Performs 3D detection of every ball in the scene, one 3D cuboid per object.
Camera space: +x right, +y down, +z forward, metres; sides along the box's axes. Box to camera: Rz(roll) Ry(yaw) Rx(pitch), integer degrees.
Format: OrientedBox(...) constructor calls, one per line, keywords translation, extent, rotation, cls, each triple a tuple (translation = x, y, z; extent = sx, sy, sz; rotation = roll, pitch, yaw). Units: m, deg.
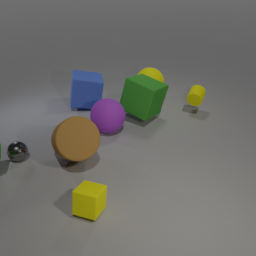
OrientedBox(translation=(1.043, -2.199, 13.527), extent=(1.400, 1.400, 1.400), rotation=(0, 30, 0), cls="ball")
OrientedBox(translation=(-0.813, -0.490, 11.222), extent=(1.400, 1.400, 1.400), rotation=(0, 30, 0), cls="ball")
OrientedBox(translation=(-3.809, 0.802, 9.655), extent=(0.700, 0.700, 0.700), rotation=(0, 30, 0), cls="ball")

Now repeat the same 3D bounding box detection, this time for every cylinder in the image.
OrientedBox(translation=(3.061, -1.455, 12.563), extent=(0.700, 0.700, 0.700), rotation=(13, 47, 21), cls="cylinder")
OrientedBox(translation=(-1.752, 0.367, 9.211), extent=(1.400, 1.400, 1.400), rotation=(-12, 1, -20), cls="cylinder")

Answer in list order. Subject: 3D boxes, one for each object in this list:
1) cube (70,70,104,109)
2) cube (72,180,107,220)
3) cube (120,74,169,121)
OrientedBox(translation=(-1.984, -1.828, 13.361), extent=(1.400, 1.400, 1.400), rotation=(4, 28, -13), cls="cube")
OrientedBox(translation=(-1.029, 1.925, 7.531), extent=(0.700, 0.700, 0.700), rotation=(10, 18, 17), cls="cube")
OrientedBox(translation=(0.665, -1.344, 11.951), extent=(1.400, 1.400, 1.400), rotation=(29, 30, 23), cls="cube")
